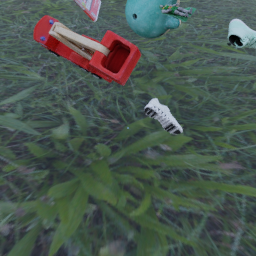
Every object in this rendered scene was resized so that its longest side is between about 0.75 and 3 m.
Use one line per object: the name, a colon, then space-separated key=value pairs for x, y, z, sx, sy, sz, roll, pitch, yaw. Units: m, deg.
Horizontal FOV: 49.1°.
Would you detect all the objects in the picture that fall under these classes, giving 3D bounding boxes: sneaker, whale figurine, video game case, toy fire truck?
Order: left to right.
toy fire truck: x=-0.997 y=-1.696 z=5.889 sx=2.822 sy=0.688 sz=1.990 roll=30 pitch=2 yaw=12
video game case: x=-1.254 y=-3.582 z=7.423 sx=0.117 sy=1.341 sz=0.959 roll=-22 pitch=46 yaw=32
whale figurine: x=0.908 y=-4.120 z=9.155 sx=1.407 sy=2.713 sz=2.158 roll=-32 pitch=88 yaw=-35
sneaker: x=0.825 y=-0.250 z=6.065 sx=0.998 sy=0.375 sz=0.404 roll=40 pitch=54 yaw=-13
sneaker: x=3.453 y=-2.432 z=8.045 sx=1.432 sy=0.527 sz=0.844 roll=29 pitch=59 yaw=-6

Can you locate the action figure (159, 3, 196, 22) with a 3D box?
action figure: x=1.282 y=-3.274 z=7.798 sx=1.056 sy=0.289 sz=0.624 roll=29 pitch=64 yaw=36
